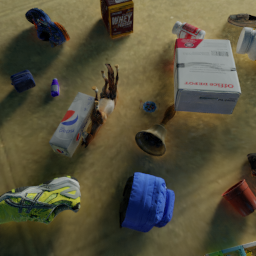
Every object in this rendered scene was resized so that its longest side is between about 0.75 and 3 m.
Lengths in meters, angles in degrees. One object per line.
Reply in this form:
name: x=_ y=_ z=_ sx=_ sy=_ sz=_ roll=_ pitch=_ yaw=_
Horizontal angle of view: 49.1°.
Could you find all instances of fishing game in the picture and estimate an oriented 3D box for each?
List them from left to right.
fishing game: x=0.806 y=-0.805 z=10.435 sx=0.760 sy=0.118 sz=0.544 roll=12 pitch=59 yaw=7

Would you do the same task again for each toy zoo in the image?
toy zoo: x=3.331 y=3.966 z=7.749 sx=2.090 sy=0.214 sz=1.371 roll=-11 pitch=62 yaw=-6

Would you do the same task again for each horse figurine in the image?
horse figurine: x=-0.850 y=-0.954 z=9.737 sx=0.742 sy=1.969 sz=2.971 roll=13 pitch=50 yaw=7

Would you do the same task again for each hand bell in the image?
hand bell: x=1.242 y=-0.138 z=9.763 sx=1.121 sy=1.121 sz=2.153 roll=27 pitch=52 yaw=14

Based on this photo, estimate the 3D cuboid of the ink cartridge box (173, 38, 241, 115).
ink cartridge box: x=2.716 y=-1.917 z=10.159 sx=2.054 sy=1.179 sz=2.829 roll=4 pitch=53 yaw=3

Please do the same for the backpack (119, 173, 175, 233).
backpack: x=0.543 y=2.059 z=7.887 sx=1.514 sy=1.804 sz=1.466 roll=7 pitch=60 yaw=4

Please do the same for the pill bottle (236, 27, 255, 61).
pill bottle: x=5.649 y=-3.232 z=11.044 sx=2.406 sy=1.353 sz=1.353 roll=13 pitch=62 yaw=7

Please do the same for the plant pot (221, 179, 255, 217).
plant pot: x=3.441 y=2.146 z=8.450 sx=0.865 sy=0.865 sz=0.841 roll=-31 pitch=74 yaw=-16

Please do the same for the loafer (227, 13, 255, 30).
loafer: x=5.396 y=-4.787 z=12.342 sx=1.887 sy=0.593 sz=0.678 roll=17 pitch=63 yaw=9

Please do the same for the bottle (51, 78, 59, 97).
bottle: x=-2.811 y=-1.566 z=10.773 sx=0.314 sy=0.246 sz=0.752 roll=-9 pitch=62 yaw=-2

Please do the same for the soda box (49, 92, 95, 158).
soda box: x=-1.839 y=-0.138 z=9.704 sx=0.696 sy=0.749 sz=2.193 roll=19 pitch=64 yaw=10

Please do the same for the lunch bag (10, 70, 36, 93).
lunch bag: x=-4.050 y=-1.796 z=10.709 sx=0.853 sy=0.579 sz=0.564 roll=-24 pitch=63 yaw=-10

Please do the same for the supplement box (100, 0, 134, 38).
supplement box: x=-0.493 y=-5.022 z=11.934 sx=1.028 sy=1.527 sz=1.548 roll=-17 pitch=63 yaw=-9

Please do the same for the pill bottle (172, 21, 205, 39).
pill bottle: x=2.539 y=-3.993 z=11.839 sx=1.286 sy=0.722 sz=0.722 roll=33 pitch=66 yaw=17

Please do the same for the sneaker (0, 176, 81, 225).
sneaker: x=-2.709 y=2.284 z=8.103 sx=2.760 sy=1.041 sz=1.054 roll=-19 pitch=57 yaw=-8

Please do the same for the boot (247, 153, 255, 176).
boot: x=4.462 y=1.200 z=9.186 sx=0.985 sy=0.360 sz=0.741 roll=1 pitch=60 yaw=5

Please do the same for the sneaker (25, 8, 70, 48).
sneaker: x=-3.611 y=-4.278 z=11.928 sx=2.423 sy=0.913 sz=0.950 roll=37 pitch=72 yaw=20
